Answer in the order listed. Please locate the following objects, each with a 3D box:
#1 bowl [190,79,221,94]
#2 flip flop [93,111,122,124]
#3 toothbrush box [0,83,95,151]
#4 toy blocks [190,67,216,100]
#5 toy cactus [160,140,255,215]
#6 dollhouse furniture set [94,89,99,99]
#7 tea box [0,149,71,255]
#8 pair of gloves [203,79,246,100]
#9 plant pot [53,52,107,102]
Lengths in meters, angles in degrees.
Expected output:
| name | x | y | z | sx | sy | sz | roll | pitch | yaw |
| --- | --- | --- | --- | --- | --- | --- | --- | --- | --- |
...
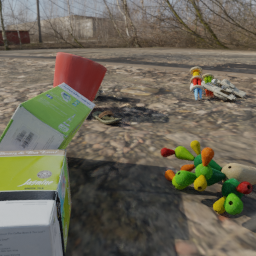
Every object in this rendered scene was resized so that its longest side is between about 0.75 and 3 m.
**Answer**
| name | x | y | z | sx | sy | sz | roll | pitch | yaw |
| --- | --- | --- | --- | --- | --- | --- | --- | --- | --- |
| bowl | 4.563 | -2.440 | 16.163 | 1.713 | 0.640 | 1.716 | -1 | 19 | -4 |
| flip flop | -0.863 | -0.498 | 11.073 | 0.640 | 0.455 | 1.579 | -15 | 25 | -35 |
| toothbrush box | -1.937 | 0.167 | 6.580 | 1.109 | 1.877 | 2.577 | 36 | 19 | -5 |
| toy blocks | 3.963 | -2.132 | 14.733 | 1.563 | 1.876 | 0.681 | 21 | -34 | -25 |
| toy cactus | 2.005 | 0.960 | 6.337 | 2.116 | 1.311 | 2.565 | 3 | 9 | -19 |
| dollhouse furniture set | -2.362 | -2.722 | 15.332 | 1.716 | 1.706 | 2.435 | 3 | 20 | 8 |
| tea box | -2.019 | 1.374 | 4.463 | 2.007 | 1.341 | 1.974 | -1 | 26 | -4 |
| pair of gloves | 5.100 | -2.038 | 14.604 | 2.094 | 0.367 | 1.781 | -22 | 51 | -43 |
| plant pot | -2.216 | -1.935 | 12.126 | 2.249 | 1.990 | 2.249 | 15 | 2 | 0 |
